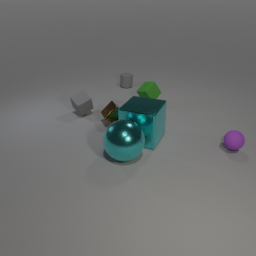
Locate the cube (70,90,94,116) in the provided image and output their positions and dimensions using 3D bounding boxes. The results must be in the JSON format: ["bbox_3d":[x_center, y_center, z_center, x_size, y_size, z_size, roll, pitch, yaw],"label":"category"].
[{"bbox_3d":[-2.027,-1.107,12.311,0.700,0.700,0.700,-34,60,-20],"label":"cube"}]

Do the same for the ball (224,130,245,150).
[{"bbox_3d":[3.722,0.424,9.827,0.700,0.700,0.700,0,28,0],"label":"ball"}]

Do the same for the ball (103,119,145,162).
[{"bbox_3d":[-0.131,0.412,9.318,1.400,1.400,1.400,0,28,0],"label":"ball"}]

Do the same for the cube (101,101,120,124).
[{"bbox_3d":[-0.584,-0.573,11.608,0.700,0.700,0.700,-46,33,7],"label":"cube"}]

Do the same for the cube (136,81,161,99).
[{"bbox_3d":[0.973,-1.667,12.966,0.700,0.700,0.700,-50,32,-21],"label":"cube"}]

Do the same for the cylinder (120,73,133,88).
[{"bbox_3d":[-0.083,-2.680,15.744,0.700,0.700,0.700,2,27,-1],"label":"cylinder"}]

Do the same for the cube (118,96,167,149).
[{"bbox_3d":[0.562,-0.250,10.527,1.400,1.400,1.400,11,30,21],"label":"cube"}]
